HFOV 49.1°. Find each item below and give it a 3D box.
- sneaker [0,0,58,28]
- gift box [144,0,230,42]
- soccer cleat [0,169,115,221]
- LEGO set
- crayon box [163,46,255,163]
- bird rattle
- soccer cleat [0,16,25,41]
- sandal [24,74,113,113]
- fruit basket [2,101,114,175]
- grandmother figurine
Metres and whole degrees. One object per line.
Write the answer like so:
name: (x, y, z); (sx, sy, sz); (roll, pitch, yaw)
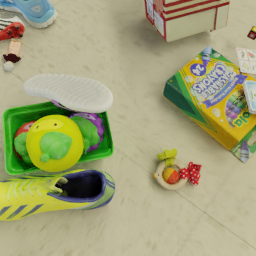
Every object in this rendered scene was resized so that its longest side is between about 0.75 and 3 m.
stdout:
sneaker: (-3.407, -4.263, 8.537); (2.849, 1.281, 1.117); (30, 68, 13)
gift box: (1.680, -3.799, 7.950); (2.130, 2.281, 2.105); (-18, 53, -5)
soccer cleat: (-1.757, 1.316, 5.893); (2.970, 1.242, 0.960); (-5, 65, -3)
LEGO set: (3.921, -1.567, 7.030); (2.142, 0.704, 2.867); (6, 58, -4)
crayon box: (2.490, -0.687, 7.153); (1.719, 0.705, 2.734); (-41, 72, -17)
bird rattle: (1.105, 1.032, 6.539); (1.145, 0.645, 0.933); (39, 82, 3)
soccer cleat: (-3.985, -2.855, 8.288); (1.816, 0.623, 0.774); (-21, 56, -12)
sandal: (-1.221, -0.680, 5.921); (2.300, 0.565, 0.936); (21, 48, 31)
fruit basket: (-1.493, 0.155, 5.854); (2.452, 2.452, 1.768); (-10, 71, -5)
grandmother figurine: (-3.311, -2.083, 8.065); (0.614, 0.307, 1.013); (4, 67, 10)
